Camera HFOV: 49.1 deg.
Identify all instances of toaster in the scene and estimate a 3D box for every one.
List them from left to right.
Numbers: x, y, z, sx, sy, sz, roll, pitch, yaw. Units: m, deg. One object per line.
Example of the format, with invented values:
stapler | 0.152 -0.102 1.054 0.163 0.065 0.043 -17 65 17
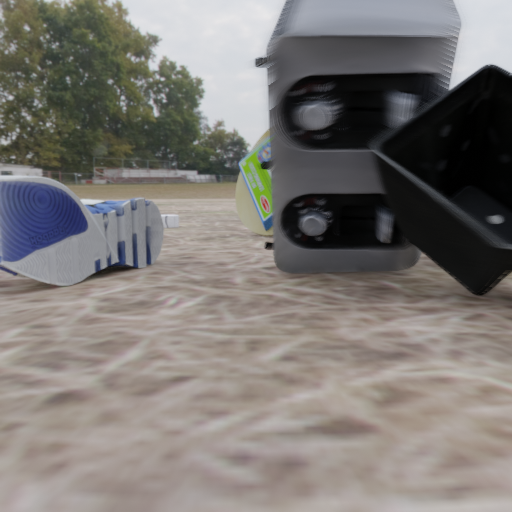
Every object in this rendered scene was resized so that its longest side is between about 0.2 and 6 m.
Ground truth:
toaster | 1.329 -1.956 7.758 2.155 3.284 3.632 4 40 8

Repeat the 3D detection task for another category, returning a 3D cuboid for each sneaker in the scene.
sneaker | -2.822 -0.265 7.567 1.820 1.273 3.151 -1 -1 23

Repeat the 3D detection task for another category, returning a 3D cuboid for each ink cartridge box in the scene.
ink cartridge box | -2.704 -0.978 15.931 0.865 0.364 0.630 -4 8 -28

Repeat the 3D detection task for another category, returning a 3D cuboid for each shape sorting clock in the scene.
shape sorting clock | 0.808 -2.045 13.410 3.457 3.457 0.678 7 -19 45

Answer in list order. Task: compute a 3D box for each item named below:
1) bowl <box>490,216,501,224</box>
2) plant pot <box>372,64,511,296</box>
bowl | 3.664 -0.950 8.836 1.050 2.337 2.337 12 7 -2
plant pot | 2.426 -0.637 5.957 1.752 1.558 1.757 -35 59 -14
